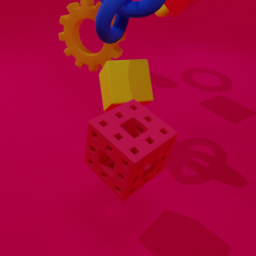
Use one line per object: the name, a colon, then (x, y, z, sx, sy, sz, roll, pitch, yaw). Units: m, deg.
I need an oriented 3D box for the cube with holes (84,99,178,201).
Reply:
cube with holes: (0.009, 0.290, 3.979, 0.860, 0.860, 0.860, -30, 58, -36)

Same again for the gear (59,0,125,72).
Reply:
gear: (-0.840, -2.099, 6.407, 1.551, 1.551, 0.287, 14, 32, 17)

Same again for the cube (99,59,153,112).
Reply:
cube: (-0.066, -0.888, 5.986, 0.877, 0.877, 0.877, -7, -5, -16)

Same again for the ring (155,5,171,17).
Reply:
ring: (1.343, -3.995, 8.191, 0.324, 1.618, 1.618, 27, 30, -27)

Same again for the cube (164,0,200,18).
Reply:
cube: (1.309, -3.385, 6.610, 0.898, 0.898, 0.898, -39, 92, -16)

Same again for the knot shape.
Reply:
knot shape: (-0.014, -2.392, 4.824, 0.786, 1.700, 1.591, 23, 40, -30)
